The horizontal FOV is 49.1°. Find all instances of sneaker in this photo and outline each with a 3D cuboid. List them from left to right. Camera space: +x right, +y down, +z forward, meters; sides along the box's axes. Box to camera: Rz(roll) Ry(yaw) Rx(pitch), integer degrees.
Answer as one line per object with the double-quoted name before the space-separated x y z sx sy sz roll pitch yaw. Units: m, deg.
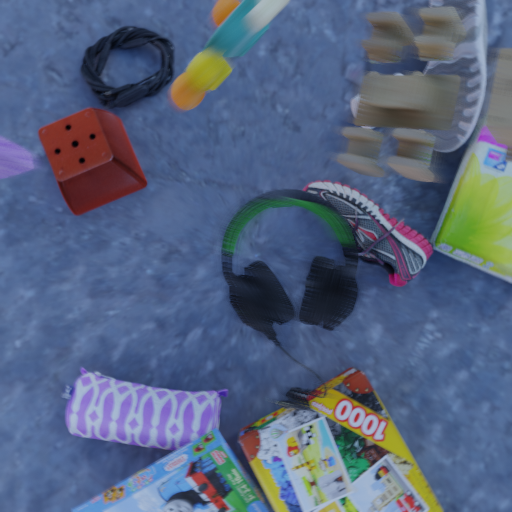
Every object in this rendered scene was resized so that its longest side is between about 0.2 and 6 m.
"sneaker" 1.757 -0.432 9.278 2.377 0.958 0.887 34 86 4
"sneaker" 3.529 -3.269 9.568 1.116 1.224 2.986 12 102 34

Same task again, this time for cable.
"cable" -2.248 -3.416 9.976 1.672 0.425 1.364 -31 79 -1

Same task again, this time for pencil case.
"pencil case" -1.761 2.485 8.924 2.464 1.034 1.053 10 52 0

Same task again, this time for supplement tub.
"supplement tub" 2.205 -2.672 9.726 0.953 0.629 0.629 -29 84 -4

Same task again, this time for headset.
"headset" 0.481 0.586 7.529 1.777 1.352 2.877 -5 78 -1

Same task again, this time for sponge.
"sponge" -3.107 -0.870 5.640 1.424 0.794 0.212 -17 79 11

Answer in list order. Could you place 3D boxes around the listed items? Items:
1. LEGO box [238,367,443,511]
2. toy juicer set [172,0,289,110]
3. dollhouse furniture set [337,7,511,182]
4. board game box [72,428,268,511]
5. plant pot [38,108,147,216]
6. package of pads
"LEGO box" 1.363 3.538 8.670 2.173 1.126 2.918 -29 84 -4
"toy juicer set" -0.357 -2.865 7.106 0.696 2.559 1.628 44 46 -12
"dollhouse furniture set" 2.488 -1.950 7.366 2.257 1.499 1.978 12 91 33
"board game box" -1.234 3.872 8.505 2.396 0.438 1.812 -29 121 -3
"plant pot" -2.809 -1.650 9.288 1.400 1.235 1.402 -24 84 -2
"package of pads" 4.299 -0.905 9.383 1.952 0.862 2.527 24 84 4
